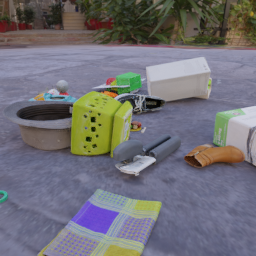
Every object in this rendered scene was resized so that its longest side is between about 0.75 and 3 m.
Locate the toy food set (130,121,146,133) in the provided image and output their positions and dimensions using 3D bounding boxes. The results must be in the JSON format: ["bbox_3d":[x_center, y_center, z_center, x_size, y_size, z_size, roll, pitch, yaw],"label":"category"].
[{"bbox_3d":[0.178,-0.138,10.872,1.089,0.356,0.641,8,23,20],"label":"toy food set"}]

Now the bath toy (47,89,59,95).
[{"bbox_3d":[-3.955,-1.434,13.883,0.691,0.814,1.871,-43,17,15],"label":"bath toy"}]

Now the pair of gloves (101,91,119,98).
[{"bbox_3d":[-1.341,-1.543,14.709,1.852,0.229,1.650,-18,29,-32],"label":"pair of gloves"}]

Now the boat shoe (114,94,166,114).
[{"bbox_3d":[0.519,-1.064,12.531,2.457,0.907,0.839,2,6,-20],"label":"boat shoe"}]

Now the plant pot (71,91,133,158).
[{"bbox_3d":[-0.768,-0.086,9.013,1.557,1.716,1.707,12,23,9],"label":"plant pot"}]

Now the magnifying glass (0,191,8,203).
[{"bbox_3d":[-3.417,1.636,6.633,1.094,0.123,0.436,-1,21,-1],"label":"magnifying glass"}]

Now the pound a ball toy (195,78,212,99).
[{"bbox_3d":[3.156,-2.013,15.206,2.406,1.022,1.569,11,53,21],"label":"pound a ball toy"}]

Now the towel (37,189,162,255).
[{"bbox_3d":[-0.414,1.985,5.517,1.680,0.266,2.340,9,23,23],"label":"towel"}]

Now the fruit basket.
[{"bbox_3d":[-0.533,-2.507,16.416,2.487,1.166,2.304,-5,15,34],"label":"fruit basket"}]

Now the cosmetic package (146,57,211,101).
[{"bbox_3d":[2.414,-2.320,13.813,2.904,1.639,1.178,-8,52,-1],"label":"cosmetic package"}]

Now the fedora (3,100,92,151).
[{"bbox_3d":[-2.631,-0.058,9.423,2.776,1.254,2.456,-2,22,-12],"label":"fedora"}]

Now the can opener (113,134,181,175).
[{"bbox_3d":[0.683,0.644,8.251,0.729,0.921,2.770,15,21,36],"label":"can opener"}]

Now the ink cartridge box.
[{"bbox_3d":[4.354,0.307,8.578,2.022,1.168,2.779,-9,23,-22],"label":"ink cartridge box"}]

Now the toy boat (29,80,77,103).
[{"bbox_3d":[-3.195,-1.233,12.400,2.339,1.293,2.782,1,21,4],"label":"toy boat"}]

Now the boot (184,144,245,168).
[{"bbox_3d":[2.463,0.871,8.069,1.136,0.541,1.469,-18,15,-41],"label":"boot"}]

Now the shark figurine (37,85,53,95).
[{"bbox_3d":[-4.534,-2.149,15.949,0.686,0.479,1.148,15,27,30],"label":"shark figurine"}]
